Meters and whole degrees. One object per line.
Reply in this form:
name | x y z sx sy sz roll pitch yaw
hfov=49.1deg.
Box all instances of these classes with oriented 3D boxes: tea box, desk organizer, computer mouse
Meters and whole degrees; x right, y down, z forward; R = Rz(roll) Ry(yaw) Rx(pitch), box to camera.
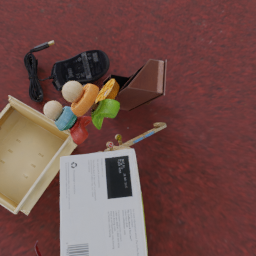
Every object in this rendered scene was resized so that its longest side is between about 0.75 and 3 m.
tea box | -0.446 2.014 6.406 1.627 2.395 2.434 -7 67 3
desk organizer | 0.048 -1.113 7.596 0.946 2.457 0.881 7 81 -19
computer mouse | -1.998 -2.042 9.090 2.777 0.639 1.950 -21 75 5

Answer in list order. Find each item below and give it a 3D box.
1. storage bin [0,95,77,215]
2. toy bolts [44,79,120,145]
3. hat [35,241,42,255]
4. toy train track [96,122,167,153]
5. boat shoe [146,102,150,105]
storage bin | -3.063 0.698 7.684 2.388 1.127 2.406 29 71 10
toy bolts | -1.172 -0.636 6.794 1.226 1.767 1.688 35 38 -23
hat | -1.381 3.714 5.806 1.739 2.099 1.848 -46 115 -50
toy train track | 0.058 0.263 7.802 2.359 1.353 0.384 -25 100 -25
boat shoe | 0.804 -1.091 8.681 0.304 0.842 0.303 39 31 10
